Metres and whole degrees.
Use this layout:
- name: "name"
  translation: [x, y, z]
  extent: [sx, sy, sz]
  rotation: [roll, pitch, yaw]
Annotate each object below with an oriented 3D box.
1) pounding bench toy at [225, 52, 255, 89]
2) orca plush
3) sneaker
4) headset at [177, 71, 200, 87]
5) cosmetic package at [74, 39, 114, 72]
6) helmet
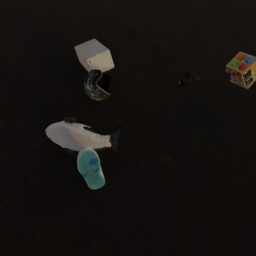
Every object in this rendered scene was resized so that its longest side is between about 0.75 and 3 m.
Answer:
- name: "pounding bench toy"
  translation: [3.419, -1.883, 8.694]
  extent: [0.664, 0.834, 1.069]
  rotation: [-46, 46, -4]
- name: "orca plush"
  translation: [-1.011, 0.084, 6.948]
  extent: [2.060, 1.084, 0.732]
  rotation: [-9, 17, 30]
- name: "sneaker"
  translation: [-0.895, 0.704, 6.214]
  extent: [0.499, 1.255, 0.819]
  rotation: [-16, 42, -10]
- name: "headset"
  translation: [1.903, -1.524, 8.819]
  extent: [0.387, 0.824, 0.509]
  rotation: [44, 66, -8]
- name: "cosmetic package"
  translation: [-1.192, -2.474, 9.694]
  extent: [0.859, 0.677, 1.596]
  rotation: [-25, 38, -9]
- name: "helmet"
  translation: [-0.925, -1.276, 8.580]
  extent: [0.904, 0.904, 0.862]
  rotation: [13, 83, 13]
